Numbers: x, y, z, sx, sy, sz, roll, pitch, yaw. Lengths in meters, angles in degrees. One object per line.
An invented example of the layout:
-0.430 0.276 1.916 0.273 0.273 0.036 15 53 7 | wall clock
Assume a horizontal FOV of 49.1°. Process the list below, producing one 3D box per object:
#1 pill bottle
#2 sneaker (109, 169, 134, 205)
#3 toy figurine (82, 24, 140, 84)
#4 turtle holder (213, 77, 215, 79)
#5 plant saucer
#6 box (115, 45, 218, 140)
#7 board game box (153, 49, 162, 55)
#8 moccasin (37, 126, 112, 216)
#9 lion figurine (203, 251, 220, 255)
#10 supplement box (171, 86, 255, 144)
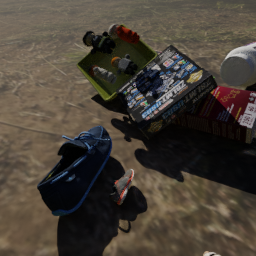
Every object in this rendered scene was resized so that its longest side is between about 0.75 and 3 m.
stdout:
4.412 -2.323 10.312 1.426 1.426 2.560 25 34 33 | pill bottle
-0.145 1.193 6.049 0.382 0.360 0.933 25 39 1 | sneaker
-0.560 -2.436 9.226 1.209 1.710 1.737 30 48 33 | toy figurine
2.409 -1.622 9.902 1.173 0.833 0.891 27 62 -1 | turtle holder
-0.372 -2.317 10.209 2.393 0.573 2.390 -41 58 4 | plant saucer
0.985 -1.164 8.321 2.400 0.596 2.382 -39 40 6 | box
0.888 -2.428 11.330 1.526 0.927 1.914 27 40 35 | board game box
-1.053 0.625 6.217 1.100 0.933 2.735 -25 23 22 | moccasin
2.035 2.177 3.845 2.101 1.287 0.761 20 46 -19 | lion figurine
2.496 -0.541 8.059 2.383 0.726 1.297 16 59 30 | supplement box
